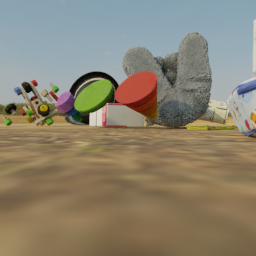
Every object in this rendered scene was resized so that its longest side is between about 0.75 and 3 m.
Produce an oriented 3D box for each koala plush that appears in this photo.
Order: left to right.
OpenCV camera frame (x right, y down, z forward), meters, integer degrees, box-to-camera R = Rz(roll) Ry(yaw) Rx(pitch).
[{"bbox_3d":[1.324,-0.864,8.381,2.446,2.535,2.758,-12,-21,6],"label":"koala plush"}]

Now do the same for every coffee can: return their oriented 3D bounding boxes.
[{"bbox_3d":[3.121,-0.624,10.441,1.137,0.832,0.832,12,4,15],"label":"coffee can"}]

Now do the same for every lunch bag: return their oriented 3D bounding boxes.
[{"bbox_3d":[1.679,-0.355,2.851,1.185,0.559,1.479,-23,-5,13],"label":"lunch bag"}]

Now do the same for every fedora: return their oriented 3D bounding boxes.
[{"bbox_3d":[-1.353,-1.093,10.976,2.294,2.294,1.048,0,14,0],"label":"fedora"}]

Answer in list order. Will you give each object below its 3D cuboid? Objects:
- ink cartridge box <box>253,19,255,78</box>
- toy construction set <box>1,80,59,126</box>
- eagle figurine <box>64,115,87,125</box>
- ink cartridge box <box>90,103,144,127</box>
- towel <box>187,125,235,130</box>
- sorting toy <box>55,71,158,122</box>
[{"bbox_3d":[3.608,-1.182,5.718,1.770,2.436,1.066,0,1,3],"label":"ink cartridge box"},{"bbox_3d":[-3.524,-0.781,11.787,2.504,1.924,2.088,-28,-22,-51],"label":"toy construction set"},{"bbox_3d":[-2.028,-0.628,14.828,2.105,1.589,1.597,-30,-54,19],"label":"eagle figurine"},{"bbox_3d":[-0.414,-0.389,9.123,1.254,0.720,1.727,0,1,-24],"label":"ink cartridge box"},{"bbox_3d":[1.866,-0.019,6.242,1.188,0.107,0.511,-1,2,-42],"label":"towel"},{"bbox_3d":[-0.446,-0.497,6.729,2.970,1.030,1.023,-5,-43,35],"label":"sorting toy"}]
